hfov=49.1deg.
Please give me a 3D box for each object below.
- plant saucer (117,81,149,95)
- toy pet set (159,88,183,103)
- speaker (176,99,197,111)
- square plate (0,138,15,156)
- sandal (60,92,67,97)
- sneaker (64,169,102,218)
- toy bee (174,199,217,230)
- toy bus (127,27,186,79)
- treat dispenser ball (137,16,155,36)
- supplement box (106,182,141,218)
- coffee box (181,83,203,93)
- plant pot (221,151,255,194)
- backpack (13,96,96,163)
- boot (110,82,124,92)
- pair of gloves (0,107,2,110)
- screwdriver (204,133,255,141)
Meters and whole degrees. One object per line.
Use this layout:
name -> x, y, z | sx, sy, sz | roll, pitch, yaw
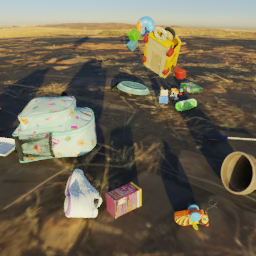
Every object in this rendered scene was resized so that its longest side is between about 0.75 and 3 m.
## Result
plant saucer -> 0.310, -2.260, 15.564 | 1.851, 0.254, 1.851 | 11, 22, -4
toy pet set -> 2.112, -1.526, 13.778 | 1.114, 0.633, 1.193 | 4, -4, 10
speaker -> 2.717, -1.085, 13.039 | 1.021, 0.452, 0.452 | -15, 27, -30
square plate -> -4.240, 0.641, 9.417 | 1.078, 0.153, 1.068 | 6, 25, 13
sandal -> -3.429, -1.800, 14.972 | 0.337, 0.215, 0.897 | -3, 24, -8
sneaker -> -1.096, 1.616, 6.822 | 0.848, 0.637, 1.703 | 14, 21, -15
toy bee -> 1.524, 1.963, 6.084 | 0.958, 0.521, 0.627 | -14, 23, 33
toy bus -> 1.493, -3.360, 11.594 | 1.366, 2.495, 2.644 | -50, 32, -18
treat dispenser ball -> 0.886, -5.022, 13.819 | 0.931, 0.931, 0.931 | 0, 23, 0
supplement box -> -0.092, 1.683, 6.581 | 0.767, 0.502, 0.396 | -15, 26, -33
coffee box -> 3.630, -2.326, 16.103 | 0.777, 0.278, 1.264 | -6, 24, -13
plant pot -> 3.143, 1.179, 7.239 | 0.953, 1.093, 1.093 | 8, 19, -24
backpack -> -2.180, -0.023, 8.869 | 2.376, 1.821, 2.088 | 3, 24, -3
boot -> -0.486, -2.308, 15.911 | 0.748, 0.376, 1.000 | 5, 34, 29
pair of gloves -> -7.087, -0.572, 11.948 | 2.630, 0.325, 2.344 | 4, 18, 11
screwdriver -> 3.689, 0.323, 9.952 | 1.956, 0.285, 0.273 | 0, 25, 8
